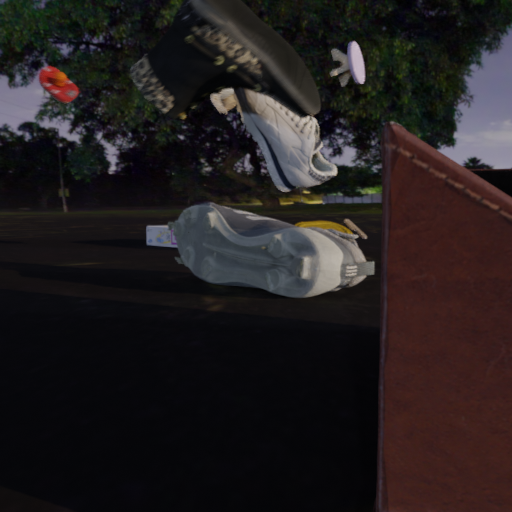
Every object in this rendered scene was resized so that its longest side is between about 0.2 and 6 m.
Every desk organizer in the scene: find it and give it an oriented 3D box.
[{"bbox_3d":[1.316,0.175,2.717,1.173,1.259,3.270,2,6,19],"label":"desk organizer"}]

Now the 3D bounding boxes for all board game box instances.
[{"bbox_3d":[-1.008,-0.462,13.255,2.779,0.476,1.868,5,8,42],"label":"board game box"}]

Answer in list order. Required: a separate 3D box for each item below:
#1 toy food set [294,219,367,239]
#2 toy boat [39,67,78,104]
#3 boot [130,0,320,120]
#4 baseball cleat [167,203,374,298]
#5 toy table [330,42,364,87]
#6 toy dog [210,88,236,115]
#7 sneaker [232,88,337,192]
[{"bbox_3d":[1.530,-0.319,12.154,1.683,0.550,0.990,-5,32,-29],"label":"toy food set"},{"bbox_3d":[-3.964,-3.496,11.246,0.518,0.793,0.519,-53,7,-34],"label":"toy boat"},{"bbox_3d":[-0.460,-2.705,8.679,2.587,0.934,1.954,35,-49,-28],"label":"boot"},{"bbox_3d":[0.159,-0.017,7.188,1.574,1.031,2.957,3,12,-40],"label":"baseball cleat"},{"bbox_3d":[2.070,-4.321,12.696,0.548,0.935,0.859,-1,23,35],"label":"toy table"},{"bbox_3d":[-0.727,-3.811,12.211,0.861,1.179,1.787,-36,15,9],"label":"toy dog"},{"bbox_3d":[0.521,-2.434,10.154,1.106,2.748,1.050,-6,42,36],"label":"sneaker"}]
